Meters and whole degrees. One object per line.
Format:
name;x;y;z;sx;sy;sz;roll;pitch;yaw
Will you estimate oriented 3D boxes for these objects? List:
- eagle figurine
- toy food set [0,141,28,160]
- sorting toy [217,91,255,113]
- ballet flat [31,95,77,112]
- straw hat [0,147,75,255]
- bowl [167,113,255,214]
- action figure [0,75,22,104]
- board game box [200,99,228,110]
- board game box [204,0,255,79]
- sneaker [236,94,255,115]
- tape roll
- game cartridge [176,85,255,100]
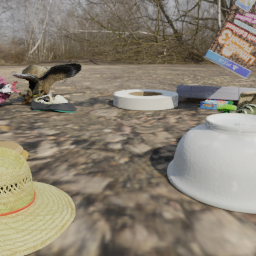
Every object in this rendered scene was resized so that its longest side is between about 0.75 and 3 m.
eagle figurine;-3.202;-1.869;10.917;1.890;2.491;1.880;30;-33;-10
toy food set;-2.437;0.477;5.185;0.999;0.243;0.989;-14;20;-41
sorting toy;2.743;-0.289;6.323;1.700;1.257;0.250;-7;39;-7
ballet flat;-2.533;-0.838;9.477;1.646;0.601;0.601;4;15;12
straw hat;-1.598;0.679;3.349;1.928;0.816;1.928;0;16;0
bowl;1.689;0.339;4.336;2.153;0.968;2.153;-1;15;0
action figure;-5.108;-1.231;10.095;2.726;1.826;2.030;-1;-12;2
board game box;3.134;-0.841;10.123;0.778;0.222;0.795;10;18;34
board game box;3.646;-3.130;7.983;1.334;2.754;2.196;32;35;12
sneaker;2.570;-0.192;5.910;2.560;1.149;0.859;-1;15;-3
tape roll;0.659;-1.107;10.655;2.501;0.457;2.501;-1;15;0
game cartridge;3.514;-1.411;11.259;2.932;0.609;1.952;6;12;21
